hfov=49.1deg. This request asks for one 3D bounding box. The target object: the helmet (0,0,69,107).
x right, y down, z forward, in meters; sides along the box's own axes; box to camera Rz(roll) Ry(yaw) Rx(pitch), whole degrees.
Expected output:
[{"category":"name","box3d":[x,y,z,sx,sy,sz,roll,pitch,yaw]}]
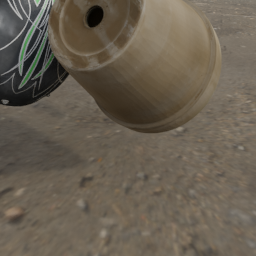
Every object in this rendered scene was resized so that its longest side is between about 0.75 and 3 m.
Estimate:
[{"category":"helmet","box3d":[-2.240,-1.897,5.720,2.729,2.729,2.602,-20,36,-28]}]

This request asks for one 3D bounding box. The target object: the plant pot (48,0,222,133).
[{"category":"plant pot","box3d":[0.031,-1.423,5.013,2.848,2.848,2.471,19,3,27]}]
